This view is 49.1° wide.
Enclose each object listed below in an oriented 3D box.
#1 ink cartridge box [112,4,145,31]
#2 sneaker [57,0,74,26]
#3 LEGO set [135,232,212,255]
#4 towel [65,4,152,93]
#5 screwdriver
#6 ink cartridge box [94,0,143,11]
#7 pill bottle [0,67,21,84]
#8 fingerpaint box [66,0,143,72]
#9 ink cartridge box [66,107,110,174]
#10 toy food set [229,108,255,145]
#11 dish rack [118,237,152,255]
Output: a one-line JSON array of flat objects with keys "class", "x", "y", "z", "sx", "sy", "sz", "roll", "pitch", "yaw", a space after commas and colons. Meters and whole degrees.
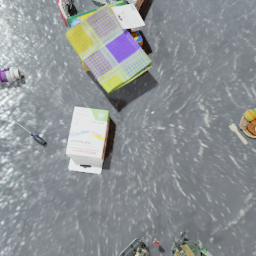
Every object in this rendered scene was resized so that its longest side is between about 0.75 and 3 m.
[{"class": "ink cartridge box", "x": -0.011, "y": -4.194, "z": 10.709, "sx": 0.977, "sy": 0.248, "sz": 1.109, "roll": -19, "pitch": 72, "yaw": -21}, {"class": "sneaker", "x": -2.578, "y": -5.116, "z": 11.753, "sx": 0.677, "sy": 0.731, "sz": 1.813, "roll": -15, "pitch": 75, "yaw": -6}, {"class": "LEGO set", "x": 1.482, "y": 4.121, "z": 9.214, "sx": 2.564, "sy": 0.727, "sz": 1.665, "roll": 22, "pitch": 83, "yaw": -1}, {"class": "towel", "x": -0.735, "y": -2.977, "z": 10.436, "sx": 2.154, "sy": 0.342, "sz": 3.000, "roll": -33, "pitch": 83, "yaw": -8}, {"class": "screwdriver", "x": -3.769, "y": 0.168, "z": 10.583, "sx": 1.601, "sy": 0.223, "sz": 0.233, "roll": 31, "pitch": 108, "yaw": 9}, {"class": "ink cartridge box", "x": -0.364, "y": -6.033, "z": 11.891, "sx": 2.198, "sy": 0.941, "sz": 1.622, "roll": 21, "pitch": 75, "yaw": 7}, {"class": "pill bottle", "x": -4.759, "y": -2.071, "z": 11.005, "sx": 0.984, "sy": 0.553, "sz": 0.553, "roll": -10, "pitch": 75, "yaw": -3}, {"class": "fingerpaint box", "x": -0.939, "y": -3.724, "z": 11.268, "sx": 2.508, "sy": 0.920, "sz": 2.092, "roll": -20, "pitch": 76, "yaw": -5}, {"class": "ink cartridge box", "x": -1.451, "y": 0.455, "z": 10.205, "sx": 1.315, "sy": 0.756, "sz": 2.246, "roll": 7, "pitch": 75, "yaw": 2}, {"class": "toy food set", "x": 4.771, "y": -0.166, "z": 10.605, "sx": 1.591, "sy": 0.319, "sz": 1.098, "roll": -35, "pitch": 77, "yaw": -9}, {"class": "dish rack", "x": 0.483, "y": 4.860, "z": 9.149, "sx": 1.543, "sy": 0.549, "sz": 2.011, "roll": -42, "pitch": 81, "yaw": -9}]
